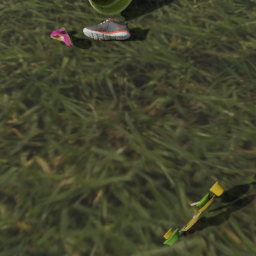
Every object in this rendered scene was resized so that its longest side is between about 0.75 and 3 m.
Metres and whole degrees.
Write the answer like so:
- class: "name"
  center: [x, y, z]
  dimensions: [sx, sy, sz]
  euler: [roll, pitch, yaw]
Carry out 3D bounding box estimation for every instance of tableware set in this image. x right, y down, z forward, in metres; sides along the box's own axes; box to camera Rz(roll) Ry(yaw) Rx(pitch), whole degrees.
- class: "tableware set"
  center: [1.274, 1.673, 5.503]
  dimensions: [1.558, 1.050, 0.239]
  euler: [-43, 73, -4]

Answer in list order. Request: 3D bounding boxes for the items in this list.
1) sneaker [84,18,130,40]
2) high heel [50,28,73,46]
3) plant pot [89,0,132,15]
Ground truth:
- class: "sneaker"
  center: [-0.673, -3.164, 8.899]
  dimensions: [1.469, 0.566, 0.602]
  euler: [-1, 89, -12]
- class: "high heel"
  center: [-2.142, -2.841, 8.979]
  dimensions: [0.529, 0.371, 1.103]
  euler: [-30, 56, -3]
- class: "plant pot"
  center: [-1.019, -5.107, 9.309]
  dimensions: [2.094, 2.094, 1.925]
  euler: [-36, 53, -20]
